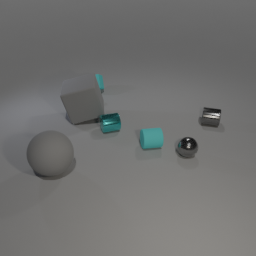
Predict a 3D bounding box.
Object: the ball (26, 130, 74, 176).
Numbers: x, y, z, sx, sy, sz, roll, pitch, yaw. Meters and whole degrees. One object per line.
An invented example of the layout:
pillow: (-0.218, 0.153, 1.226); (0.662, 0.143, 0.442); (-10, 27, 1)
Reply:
ball: (-2.372, 0.771, 8.590); (1.400, 1.400, 1.400); (0, 30, 0)

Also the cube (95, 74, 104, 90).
cube: (-1.662, -2.273, 14.069); (0.700, 0.700, 0.700); (-8, 3, 12)

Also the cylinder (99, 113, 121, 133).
cylinder: (-0.700, -0.211, 10.985); (0.700, 0.700, 0.700); (-10, 32, -16)

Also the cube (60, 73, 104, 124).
cube: (-1.844, -1.225, 11.577); (1.400, 1.400, 1.400); (-14, 35, 3)

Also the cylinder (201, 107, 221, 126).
cylinder: (3.379, -0.461, 11.399); (0.700, 0.700, 0.700); (9, 32, 14)

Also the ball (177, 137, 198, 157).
ball: (2.034, 0.650, 9.525); (0.700, 0.700, 0.700); (0, 30, 0)

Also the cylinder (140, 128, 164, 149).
cylinder: (0.834, 0.361, 9.962); (0.700, 0.700, 0.700); (-4, 31, -10)
